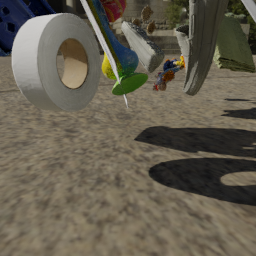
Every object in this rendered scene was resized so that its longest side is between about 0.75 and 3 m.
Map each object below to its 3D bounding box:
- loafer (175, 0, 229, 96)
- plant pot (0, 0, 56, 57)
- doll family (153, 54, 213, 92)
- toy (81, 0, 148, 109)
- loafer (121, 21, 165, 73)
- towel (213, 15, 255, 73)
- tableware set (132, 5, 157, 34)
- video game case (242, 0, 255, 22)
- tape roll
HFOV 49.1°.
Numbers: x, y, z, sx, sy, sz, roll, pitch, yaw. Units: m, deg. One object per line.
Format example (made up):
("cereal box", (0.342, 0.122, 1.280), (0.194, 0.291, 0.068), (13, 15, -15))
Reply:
("loafer", (1.358, -1.819, 5.587), (0.858, 2.458, 0.860), (13, 32, 11))
("plant pot", (-3.357, -3.205, 7.806), (1.728, 1.922, 1.922), (-31, 29, 16))
("doll family", (1.321, -1.633, 7.522), (1.766, 0.796, 1.096), (-21, 29, 23))
("toy", (-0.355, -1.763, 3.772), (0.652, 2.761, 1.590), (-20, -13, 1))
("loafer", (0.403, -3.136, 10.634), (0.926, 0.924, 2.648), (2, 45, -36))
("towel", (3.107, -2.731, 8.799), (1.684, 2.269, 0.414), (5, -26, -28))
("tableware set", (0.690, -4.539, 12.558), (0.189, 1.359, 1.626), (34, 76, 36))
("video game case", (3.522, -2.814, 7.404), (0.219, 1.739, 2.428), (-33, 2, 31))
("tape roll", (-1.342, -1.273, 5.667), (0.674, 1.927, 1.927), (6, 18, 28))
